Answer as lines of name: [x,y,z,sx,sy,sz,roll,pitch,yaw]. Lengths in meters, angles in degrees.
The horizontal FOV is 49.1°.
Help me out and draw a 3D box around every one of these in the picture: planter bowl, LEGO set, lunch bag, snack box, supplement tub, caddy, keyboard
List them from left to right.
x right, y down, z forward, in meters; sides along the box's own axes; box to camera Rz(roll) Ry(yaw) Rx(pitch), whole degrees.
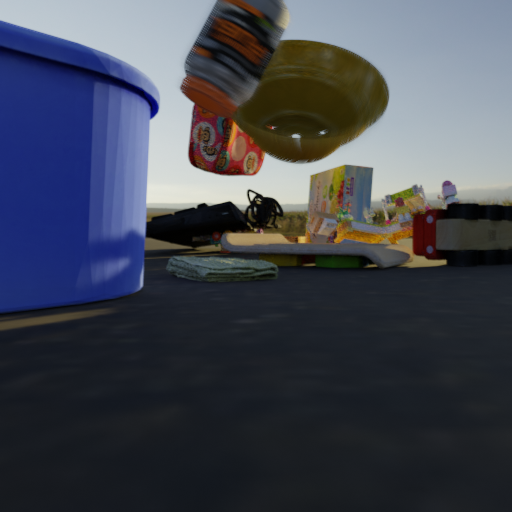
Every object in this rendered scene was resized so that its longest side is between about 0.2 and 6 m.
caddy: [-2.376,-0.712,3.399,2.714,2.015,3.839,3,3,37]
keyboard: [-0.824,-0.974,13.142,2.895,1.102,5.562,-9,-1,3]
supplement tub: [-0.390,-3.438,9.368,1.238,2.020,1.238,26,-4,2]
lunch bag: [-0.383,-3.283,13.266,1.138,2.778,2.447,20,16,31]
planter bowl: [0.884,-2.967,11.695,3.470,3.470,1.445,0,-39,-4]
snack box: [1.859,-1.037,12.985,0.754,1.878,2.227,4,0,-13]
LEGO set: [1.824,-0.688,8.292,2.174,0.809,1.000,-8,-27,4]

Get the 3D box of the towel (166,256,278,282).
towel: [-0.339,0.115,5.317,0.797,0.196,1.074,0,2,-28]

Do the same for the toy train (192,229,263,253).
toy train: [-0.557,-0.276,12.664,1.264,0.468,1.683,-11,-4,43]

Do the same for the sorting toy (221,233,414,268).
sorting toy: [0.880,-0.030,7.551,2.137,0.390,1.978,6,5,26]

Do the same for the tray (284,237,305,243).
tray: [0.749,-0.330,14.591,0.977,0.367,1.981,1,3,13]

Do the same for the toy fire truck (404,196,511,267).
toy fire truck: [2.670,-0.434,7.987,1.492,1.090,1.695,-2,2,-34]
